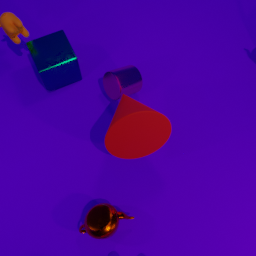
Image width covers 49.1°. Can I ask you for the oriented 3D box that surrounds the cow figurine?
[{"bbox_3d":[-3.382,-2.965,7.999,0.641,1.167,1.149,-43,82,-10],"label":"cow figurine"}]

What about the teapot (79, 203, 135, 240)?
[{"bbox_3d":[-0.566,2.362,7.016,1.448,0.709,0.900,-19,45,4],"label":"teapot"}]

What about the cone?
[{"bbox_3d":[0.064,-0.360,7.278,1.664,1.664,1.670,-13,48,-5],"label":"cone"}]

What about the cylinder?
[{"bbox_3d":[-0.158,-1.358,8.331,0.866,0.866,0.866,-25,68,-32],"label":"cylinder"}]

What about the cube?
[{"bbox_3d":[-2.213,-2.017,8.551,1.171,1.171,1.171,-24,70,-10],"label":"cube"}]
